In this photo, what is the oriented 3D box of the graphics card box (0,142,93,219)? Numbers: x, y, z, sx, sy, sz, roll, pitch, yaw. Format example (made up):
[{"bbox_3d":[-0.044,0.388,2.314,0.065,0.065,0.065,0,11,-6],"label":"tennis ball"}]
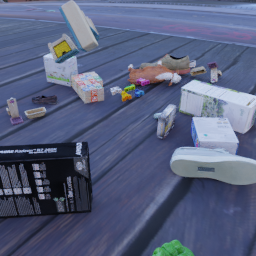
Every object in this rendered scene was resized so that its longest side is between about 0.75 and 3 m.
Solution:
[{"bbox_3d":[-2.419,1.340,7.065,2.973,1.865,0.756,-3,29,-3],"label":"graphics card box"}]

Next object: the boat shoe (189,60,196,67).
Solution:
[{"bbox_3d":[3.598,-3.886,16.997,1.191,0.408,0.429,-9,32,-14],"label":"boat shoe"}]

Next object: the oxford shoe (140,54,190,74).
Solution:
[{"bbox_3d":[2.071,-3.693,15.939,2.899,1.084,1.021,2,29,13],"label":"oxford shoe"}]

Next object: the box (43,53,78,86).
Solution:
[{"bbox_3d":[-3.519,-3.076,14.708,1.604,1.415,0.776,14,34,23],"label":"box"}]

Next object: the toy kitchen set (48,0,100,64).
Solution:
[{"bbox_3d":[-1.932,-2.757,9.281,1.881,1.383,2.348,-27,1,9],"label":"toy kitchen set"}]

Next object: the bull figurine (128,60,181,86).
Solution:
[{"bbox_3d":[1.346,-2.863,14.826,2.864,0.933,1.739,-5,32,-9],"label":"bull figurine"}]

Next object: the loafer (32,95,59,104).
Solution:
[{"bbox_3d":[-3.830,-1.369,12.889,1.272,0.401,0.457,4,32,7],"label":"loafer"}]

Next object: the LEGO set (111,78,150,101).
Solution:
[{"bbox_3d":[0.025,-1.795,13.347,1.907,0.727,0.783,-19,33,-18],"label":"LEGO set"}]

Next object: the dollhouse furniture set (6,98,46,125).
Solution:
[{"bbox_3d":[-4.280,-0.984,11.653,1.455,1.033,1.153,-16,35,-24],"label":"dollhouse furniture set"}]

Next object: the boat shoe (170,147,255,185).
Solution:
[{"bbox_3d":[2.684,0.991,8.501,2.730,0.952,0.972,5,36,14],"label":"boat shoe"}]

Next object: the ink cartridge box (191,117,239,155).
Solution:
[{"bbox_3d":[2.993,0.227,9.951,1.314,0.735,1.927,2,33,3],"label":"ink cartridge box"}]

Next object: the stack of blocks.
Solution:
[{"bbox_3d":[-1.865,-2.024,13.719,1.266,0.644,2.199,-14,34,-21],"label":"stack of blocks"}]

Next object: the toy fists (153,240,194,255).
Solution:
[{"bbox_3d":[0.702,3.016,5.497,0.969,0.654,1.901,18,37,28],"label":"toy fists"}]

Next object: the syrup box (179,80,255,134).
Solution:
[{"bbox_3d":[3.662,-0.943,11.462,2.925,1.152,1.191,22,38,32],"label":"syrup box"}]

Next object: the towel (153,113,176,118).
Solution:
[{"bbox_3d":[1.504,-0.514,11.474,0.693,0.195,0.810,-7,7,-17],"label":"towel"}]

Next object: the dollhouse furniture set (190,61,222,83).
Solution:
[{"bbox_3d":[4.270,-2.745,15.437,1.507,1.194,1.070,-8,67,32],"label":"dollhouse furniture set"}]

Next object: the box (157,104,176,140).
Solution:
[{"bbox_3d":[1.465,-0.245,10.552,0.283,0.929,1.173,16,34,23],"label":"box"}]
